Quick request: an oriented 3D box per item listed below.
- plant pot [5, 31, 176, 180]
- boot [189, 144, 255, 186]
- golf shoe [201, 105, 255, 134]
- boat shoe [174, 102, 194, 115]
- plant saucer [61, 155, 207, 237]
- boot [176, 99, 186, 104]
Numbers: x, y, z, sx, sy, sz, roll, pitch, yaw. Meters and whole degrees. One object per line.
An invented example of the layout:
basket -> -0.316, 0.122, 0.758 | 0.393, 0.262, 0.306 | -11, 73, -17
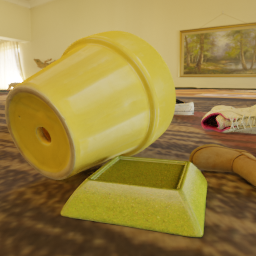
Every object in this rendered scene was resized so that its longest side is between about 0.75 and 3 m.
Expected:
plant pot -> -0.769, -0.344, 5.331 | 2.597, 2.597, 2.443 | 7, 28, 35
boot -> 1.867, 0.674, 4.598 | 1.312, 0.495, 1.498 | -1, 11, -7
golf shoe -> 3.443, -0.178, 8.608 | 1.172, 0.965, 2.562 | -20, 13, -38
boat shoe -> 2.096, -1.041, 13.497 | 2.140, 0.747, 0.759 | 4, 11, 21
plant saucer -> 0.219, 0.797, 4.048 | 1.768, 0.424, 1.771 | 3, 10, 17
boot -> 2.683, -1.441, 16.519 | 1.047, 0.476, 1.246 | -3, 16, -37
